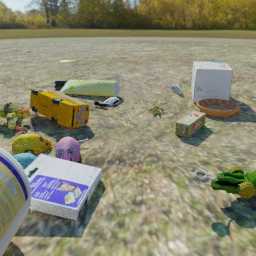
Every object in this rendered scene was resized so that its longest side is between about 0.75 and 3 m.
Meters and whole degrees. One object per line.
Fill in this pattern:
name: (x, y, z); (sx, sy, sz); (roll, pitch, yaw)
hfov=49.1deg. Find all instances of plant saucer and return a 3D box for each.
plant saucer: (3.510, -0.797, 10.983); (1.622, 0.303, 1.622); (1, 22, 0)

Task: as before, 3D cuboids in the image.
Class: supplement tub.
supplement tub: (-2.543, 1.407, 3.525); (1.859, 1.859, 2.557); (2, 22, 4)

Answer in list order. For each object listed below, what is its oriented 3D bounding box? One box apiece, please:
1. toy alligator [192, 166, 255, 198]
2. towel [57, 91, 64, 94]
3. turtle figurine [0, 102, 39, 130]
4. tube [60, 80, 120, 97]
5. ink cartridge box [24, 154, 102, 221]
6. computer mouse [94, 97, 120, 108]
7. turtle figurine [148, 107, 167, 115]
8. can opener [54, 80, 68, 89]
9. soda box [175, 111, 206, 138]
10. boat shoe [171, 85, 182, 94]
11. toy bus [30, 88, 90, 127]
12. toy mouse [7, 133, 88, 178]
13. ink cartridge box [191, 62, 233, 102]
toy alligator: (2.260, 1.164, 5.802); (2.054, 0.493, 0.681); (5, 28, -7)
towel: (-3.514, -1.374, 12.452); (1.430, 0.261, 1.061); (-5, 24, -15)
turtle figurine: (-4.192, -0.485, 9.612); (1.877, 0.749, 2.327); (-2, 22, -5)
tube: (-1.831, -1.914, 13.240); (2.829, 0.735, 0.821); (6, 3, 20)
ink cartridge box: (-1.493, 1.169, 5.898); (1.539, 0.334, 1.524); (14, 25, 8)
computer mouse: (-0.805, -1.115, 11.811); (0.648, 0.259, 1.181); (17, 28, 38)
turtle figurine: (1.135, -0.704, 10.823); (0.757, 0.244, 0.611); (3, 22, 6)
can opener: (-2.849, -2.156, 14.327); (1.743, 0.465, 0.583); (0, -10, 1)
soda box: (2.063, -0.145, 9.200); (0.466, 0.440, 1.376); (16, 26, 33)
boat shoe: (2.427, -1.912, 13.574); (0.364, 0.404, 1.144); (-6, 21, -10)
toy bus: (-2.532, -0.784, 9.999); (2.488, 0.810, 0.974); (24, 24, 39)
toy mouse: (-2.116, 0.671, 7.072); (2.741, 0.530, 2.436); (-11, 25, -25)
ink cartridge box: (3.669, -2.076, 12.509); (1.511, 1.484, 2.052); (3, 22, 8)
